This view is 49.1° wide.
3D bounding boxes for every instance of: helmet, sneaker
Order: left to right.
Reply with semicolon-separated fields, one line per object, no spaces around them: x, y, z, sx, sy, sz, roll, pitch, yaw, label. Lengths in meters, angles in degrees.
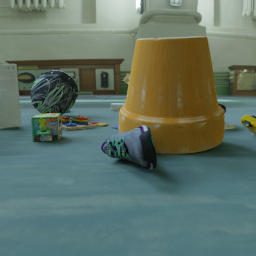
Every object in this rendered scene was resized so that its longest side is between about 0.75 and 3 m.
-3.829;-1.797;14.600;2.506;2.506;2.389;-2;15;-14;helmet
-0.043;0.459;5.781;1.007;0.856;2.301;-11;-1;-4;sneaker

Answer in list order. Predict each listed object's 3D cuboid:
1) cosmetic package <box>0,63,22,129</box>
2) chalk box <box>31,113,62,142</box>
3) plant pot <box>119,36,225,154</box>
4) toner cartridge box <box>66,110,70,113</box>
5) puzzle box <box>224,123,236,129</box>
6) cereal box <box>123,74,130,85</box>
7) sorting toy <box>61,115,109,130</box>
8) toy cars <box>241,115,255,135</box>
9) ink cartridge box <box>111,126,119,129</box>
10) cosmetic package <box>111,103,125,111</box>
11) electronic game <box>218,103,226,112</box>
-5.007;-1.253;11.019;1.000;2.463;1.390;-8;10;-44;cosmetic package
-2.461;-0.013;8.499;0.761;0.756;1.220;-2;8;-7;chalk box
1.187;-1.087;7.715;2.945;2.697;2.945;-1;17;0;plant pot
-4.022;-1.140;17.623;0.584;0.265;1.230;1;9;-2;toner cartridge box
3.312;-0.083;10.892;1.407;0.179;0.936;-2;8;-16;puzzle box
1.004;-1.555;12.945;2.324;0.459;1.672;39;9;21;cereal box
-2.013;-0.239;11.127;2.531;0.428;1.220;-6;10;-35;sorting toy
4.813;0.014;9.211;2.176;0.482;0.975;3;35;3;toy cars
0.674;-0.125;10.420;2.592;0.481;1.227;5;10;44;ink cartridge box
-0.547;-1.385;18.525;1.129;0.479;0.608;1;10;11;cosmetic package
2.569;-0.701;11.555;2.801;0.583;2.801;2;-8;0;electronic game
